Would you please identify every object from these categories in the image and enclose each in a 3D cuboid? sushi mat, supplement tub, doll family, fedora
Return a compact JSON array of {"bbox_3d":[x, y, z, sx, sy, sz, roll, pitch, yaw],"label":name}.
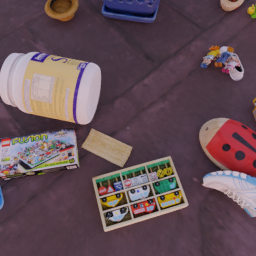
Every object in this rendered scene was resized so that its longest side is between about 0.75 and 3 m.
[{"bbox_3d":[-0.736,0.687,9.848,1.690,0.102,0.809,25,66,12],"label":"sushi mat"},{"bbox_3d":[-2.437,-1.335,9.161,2.787,2.026,2.026,12,64,2],"label":"supplement tub"},{"bbox_3d":[3.665,-2.835,11.079,1.571,0.708,0.975,26,63,37],"label":"doll family"},{"bbox_3d":[-2.891,-5.297,12.512,1.618,0.660,1.618,-3,65,7],"label":"fedora"}]

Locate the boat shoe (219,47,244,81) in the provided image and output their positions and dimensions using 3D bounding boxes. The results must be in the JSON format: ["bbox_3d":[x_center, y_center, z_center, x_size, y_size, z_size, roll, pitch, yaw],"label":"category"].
[{"bbox_3d":[4.236,-2.737,11.326,0.622,0.553,1.691,-17,64,-8],"label":"boat shoe"}]

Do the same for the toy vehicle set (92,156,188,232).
[{"bbox_3d":[0.357,2.067,9.007,2.719,0.360,1.689,-15,64,-7],"label":"toy vehicle set"}]

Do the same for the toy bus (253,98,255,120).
[{"bbox_3d":[4.935,-0.360,10.103,0.489,0.588,1.502,-6,63,-2],"label":"toy bus"}]

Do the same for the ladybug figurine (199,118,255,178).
[{"bbox_3d":[3.666,0.606,9.404,2.664,0.958,1.808,38,69,17],"label":"ladybug figurine"}]

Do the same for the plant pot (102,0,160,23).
[{"bbox_3d":[0.229,-6.244,11.998,2.805,2.522,2.805,10,64,4],"label":"plant pot"}]

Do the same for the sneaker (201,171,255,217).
[{"bbox_3d":[3.639,2.088,8.676,2.751,1.031,1.192,10,69,5],"label":"sneaker"}]

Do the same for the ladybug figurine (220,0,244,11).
[{"bbox_3d":[4.815,-5.914,12.946,0.987,0.523,1.454,38,70,16],"label":"ladybug figurine"}]

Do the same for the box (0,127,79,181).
[{"bbox_3d":[-3.040,0.861,9.566,2.570,0.446,1.415,-10,64,-5],"label":"box"}]

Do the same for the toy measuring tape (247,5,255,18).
[{"bbox_3d":[6.601,-5.424,12.527,2.463,0.906,0.906,-5,63,-2],"label":"toy measuring tape"}]

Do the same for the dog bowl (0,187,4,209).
[{"bbox_3d":[-4.362,2.179,8.997,0.632,0.281,1.135,-21,65,-10],"label":"dog bowl"}]
